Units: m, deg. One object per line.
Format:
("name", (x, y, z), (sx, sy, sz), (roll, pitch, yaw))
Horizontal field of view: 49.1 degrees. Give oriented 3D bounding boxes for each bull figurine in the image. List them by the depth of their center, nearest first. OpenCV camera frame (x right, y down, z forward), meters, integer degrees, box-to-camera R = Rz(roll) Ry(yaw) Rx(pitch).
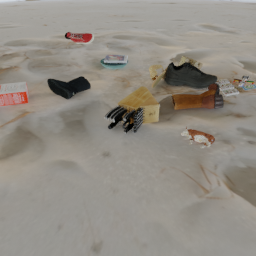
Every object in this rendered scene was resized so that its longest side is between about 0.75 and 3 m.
("bull figurine", (2.504, 0.339, 10.192), (1.253, 0.408, 0.761), (13, 36, 22))

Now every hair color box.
("hair color box", (-5.769, -1.534, 12.974), (2.126, 0.680, 1.179), (-7, 33, -15))

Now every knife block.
("knife block", (0.025, -0.773, 11.553), (2.294, 0.836, 2.613), (-6, 33, -13))

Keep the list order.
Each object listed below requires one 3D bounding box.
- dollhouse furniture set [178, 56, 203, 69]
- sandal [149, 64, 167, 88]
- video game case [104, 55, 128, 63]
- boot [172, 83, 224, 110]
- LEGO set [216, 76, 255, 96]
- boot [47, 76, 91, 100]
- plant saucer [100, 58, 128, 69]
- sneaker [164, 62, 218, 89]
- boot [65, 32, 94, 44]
("dollhouse furniture set", (3.653, -3.752, 16.799), (1.164, 0.773, 1.020), (8, 25, -32))
("sandal", (1.504, -2.918, 14.705), (0.902, 1.005, 2.742), (40, 34, 5))
("video game case", (-0.729, -4.293, 17.350), (1.393, 0.160, 1.270), (1, 31, 2))
("boot", (3.154, -1.431, 13.050), (2.188, 0.749, 2.060), (-3, 39, 9))
("LEGO set", (5.748, -2.122, 14.350), (2.173, 0.533, 1.624), (-12, 34, 0))
("boot", (-2.905, -2.153, 13.927), (1.791, 0.684, 1.505), (30, 46, 29))
("plant saucer", (-0.843, -3.985, 17.293), (1.741, 0.313, 1.741), (0, 31, 0))
("sneaker", (3.260, -2.768, 14.463), (2.697, 1.224, 1.024), (6, 30, 8))
("boot", (-1.937, -3.588, 11.007), (1.081, 0.391, 0.780), (4, 0, 33))
